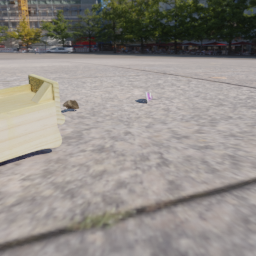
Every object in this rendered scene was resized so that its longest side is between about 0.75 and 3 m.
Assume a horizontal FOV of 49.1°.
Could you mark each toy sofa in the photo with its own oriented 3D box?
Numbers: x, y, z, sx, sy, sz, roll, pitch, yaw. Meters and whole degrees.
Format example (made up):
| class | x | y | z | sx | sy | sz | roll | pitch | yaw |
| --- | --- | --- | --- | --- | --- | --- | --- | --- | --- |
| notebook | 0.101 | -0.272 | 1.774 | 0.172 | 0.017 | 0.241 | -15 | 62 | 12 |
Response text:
| class | x | y | z | sx | sy | sz | roll | pitch | yaw |
| --- | --- | --- | --- | --- | --- | --- | --- | --- | --- |
| toy sofa | -2.686 | -0.078 | 5.240 | 2.818 | 1.375 | 1.167 | -21 | 31 | -39 |

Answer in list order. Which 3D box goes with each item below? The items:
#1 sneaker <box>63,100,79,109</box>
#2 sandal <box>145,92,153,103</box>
| class | x | y | z | sx | sy | sz | roll | pitch | yaw |
| --- | --- | --- | --- | --- | --- | --- | --- | --- | --- |
| sneaker | -1.963 | -0.792 | 9.621 | 0.318 | 0.296 | 0.841 | -18 | -10 | 10 |
| sandal | 0.873 | -1.290 | 11.421 | 0.256 | 0.425 | 1.044 | -14 | 13 | 10 |
